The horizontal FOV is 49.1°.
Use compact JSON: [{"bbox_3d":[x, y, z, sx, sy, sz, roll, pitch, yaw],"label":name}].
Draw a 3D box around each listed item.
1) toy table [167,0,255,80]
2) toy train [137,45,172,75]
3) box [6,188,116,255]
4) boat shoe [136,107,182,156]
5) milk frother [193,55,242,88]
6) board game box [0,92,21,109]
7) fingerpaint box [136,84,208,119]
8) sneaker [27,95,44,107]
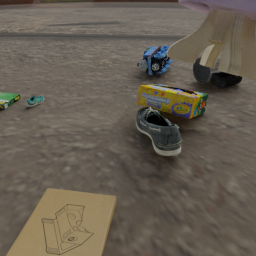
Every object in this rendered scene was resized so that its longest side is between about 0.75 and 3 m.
[{"bbox_3d":[2.616,-2.370,7.346,2.975,1.743,2.735,17,17,8],"label":"toy table"},{"bbox_3d":[1.414,-3.520,14.513,1.459,1.107,2.553,2,31,22],"label":"toy train"},{"bbox_3d":[-1.226,2.039,5.594,1.675,0.218,2.049,5,30,8],"label":"box"},{"bbox_3d":[0.909,-0.192,8.724,1.043,0.885,2.865,-9,27,-9],"label":"boat shoe"},{"bbox_3d":[4.312,-3.020,12.623,1.916,2.037,1.838,-15,37,-23],"label":"milk frother"},{"bbox_3d":[-5.502,-1.163,11.179,2.052,0.241,1.075,8,28,13],"label":"board game box"},{"bbox_3d":[1.600,-1.032,9.983,2.037,0.747,1.700,18,18,28],"label":"fingerpaint box"},{"bbox_3d":[-3.608,-1.100,10.943,0.333,0.342,0.860,14,32,23],"label":"sneaker"}]
